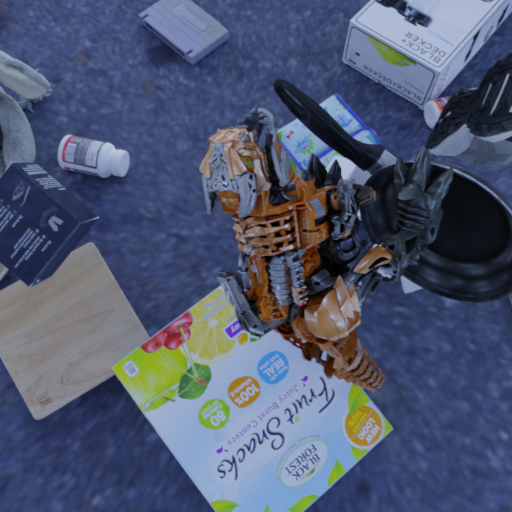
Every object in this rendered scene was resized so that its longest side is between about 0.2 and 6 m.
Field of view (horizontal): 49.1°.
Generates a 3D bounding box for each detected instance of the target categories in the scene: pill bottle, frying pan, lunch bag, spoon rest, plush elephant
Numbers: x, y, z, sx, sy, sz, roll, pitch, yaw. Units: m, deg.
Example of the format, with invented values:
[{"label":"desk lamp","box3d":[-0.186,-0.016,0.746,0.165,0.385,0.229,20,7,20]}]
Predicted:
[{"label":"pill bottle","box3d":[3.508,-2.604,9.977,0.907,0.497,0.497,-15,67,-7]},{"label":"pill bottle","box3d":[-2.735,-1.658,9.491,1.069,0.592,0.592,13,66,6]},{"label":"frying pan","box3d":[1.645,-0.675,6.800,3.463,2.095,0.564,35,62,18]},{"label":"lunch bag","box3d":[1.239,-1.609,9.247,1.392,1.043,1.637,-33,74,-8]},{"label":"spoon rest","box3d":[2.092,-0.600,8.574,1.232,0.752,2.480,-22,43,11]},{"label":"plush elephant","box3d":[-4.669,-2.538,8.886,2.560,2.406,3.108,26,68,11]}]

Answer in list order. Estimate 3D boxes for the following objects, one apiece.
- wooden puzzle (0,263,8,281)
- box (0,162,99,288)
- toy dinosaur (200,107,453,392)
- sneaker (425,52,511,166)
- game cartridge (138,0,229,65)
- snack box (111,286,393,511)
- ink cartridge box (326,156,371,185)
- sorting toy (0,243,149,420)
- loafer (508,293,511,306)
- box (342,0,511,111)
[{"label":"wooden puzzle","box3d":[-4.405,-0.128,8.862,1.306,0.302,1.210,20,58,10]},{"label":"box","box3d":[-2.795,-0.409,6.994,1.108,0.651,1.090,42,101,-3]},{"label":"toy dinosaur","box3d":[0.641,0.084,6.001,1.878,3.676,2.495,24,56,27]},{"label":"sneaker","box3d":[2.919,-1.567,6.462,1.049,2.647,0.978,24,93,-3]},{"label":"game cartridge","box3d":[-1.402,-4.483,10.961,1.027,0.304,1.584,-40,72,-21]},{"label":"snack box","box3d":[-0.068,1.899,7.417,2.413,0.968,2.862,-37,84,-15]},{"label":"ink cartridge box","box3d":[1.374,-1.008,7.686,0.323,0.753,0.551,-56,36,-2]},{"label":"sorting toy","box3d":[-2.690,1.061,8.068,1.824,0.635,1.813,-31,83,-12]},{"label":"loafer","box3d":[4.245,0.250,8.590,0.747,0.662,1.964,-10,66,-5]},{"label":"box","box3d":[3.409,-4.532,10.562,1.956,1.008,3.353,38,71,16]}]
